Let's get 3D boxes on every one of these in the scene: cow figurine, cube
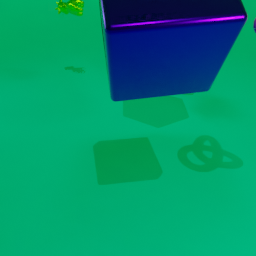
[{"bbox_3d":[-1.855,-3.840,8.863,0.903,0.504,0.918,7,8,-11],"label":"cow figurine"},{"bbox_3d":[0.343,-1.200,3.189,1.266,1.266,1.266,-7,67,-4],"label":"cube"}]

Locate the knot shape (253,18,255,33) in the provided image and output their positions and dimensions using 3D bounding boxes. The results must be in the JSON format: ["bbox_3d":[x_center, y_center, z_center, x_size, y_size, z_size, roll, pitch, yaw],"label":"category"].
[{"bbox_3d":[2.256,-1.357,3.395,1.392,1.302,0.643,13,-11,-14],"label":"knot shape"}]
